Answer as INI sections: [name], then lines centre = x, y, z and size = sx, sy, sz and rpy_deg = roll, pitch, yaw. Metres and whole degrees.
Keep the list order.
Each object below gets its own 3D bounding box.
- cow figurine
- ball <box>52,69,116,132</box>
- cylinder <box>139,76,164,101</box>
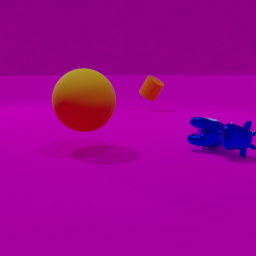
[cow figurine]
centre = 2.075, 0.152, 6.260
size = 1.434, 0.800, 1.458
rpy_deg = 10, 2, 17
[ball]
centre = -0.965, -0.604, 6.214
size = 1.395, 1.395, 1.395
rpy_deg = 0, 12, 0
[cylinder]
centre = 1.063, -1.788, 12.635
size = 0.847, 0.847, 0.847
rpy_deg = 24, 26, -13
